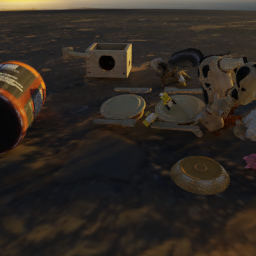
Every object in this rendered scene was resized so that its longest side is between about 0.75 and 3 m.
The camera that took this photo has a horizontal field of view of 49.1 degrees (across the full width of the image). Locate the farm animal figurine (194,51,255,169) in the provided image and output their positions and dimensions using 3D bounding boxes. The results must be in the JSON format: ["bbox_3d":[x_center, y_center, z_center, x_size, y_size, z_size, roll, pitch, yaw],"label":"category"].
[{"bbox_3d":[2.116,-0.408,5.759,1.302,2.090,2.589,-6,22,-4],"label":"farm animal figurine"}]

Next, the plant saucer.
[{"bbox_3d":[1.354,0.817,5.264,1.100,0.195,1.100,0,27,0],"label":"plant saucer"}]

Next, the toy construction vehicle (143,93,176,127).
[{"bbox_3d":[0.668,-0.418,6.555,0.363,0.897,1.030,48,10,9],"label":"toy construction vehicle"}]

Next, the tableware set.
[{"bbox_3d":[0.603,-0.383,7.281,2.713,0.544,1.793,4,39,20],"label":"tableware set"}]

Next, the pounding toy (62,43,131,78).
[{"bbox_3d":[-1.211,-2.467,10.624,2.490,1.139,2.188,3,27,5],"label":"pounding toy"}]

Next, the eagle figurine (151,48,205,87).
[{"bbox_3d":[1.775,-2.087,10.036,1.310,1.303,1.727,12,39,43],"label":"eagle figurine"}]

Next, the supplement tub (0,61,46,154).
[{"bbox_3d":[-2.875,-0.690,6.739,1.550,1.550,2.899,-1,26,-2],"label":"supplement tub"}]
